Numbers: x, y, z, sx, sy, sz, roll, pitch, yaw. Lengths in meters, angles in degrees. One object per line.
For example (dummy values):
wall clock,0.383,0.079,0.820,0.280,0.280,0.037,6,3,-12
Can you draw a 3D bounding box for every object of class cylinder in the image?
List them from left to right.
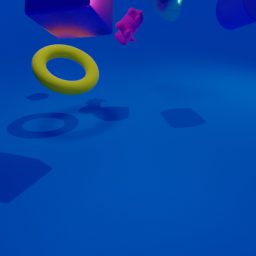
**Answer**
cylinder,3.517,-3.734,8.628,1.132,1.132,1.132,-14,10,-24

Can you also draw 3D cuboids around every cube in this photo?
cube,-1.132,-2.747,5.733,1.338,1.338,1.338,0,-3,15

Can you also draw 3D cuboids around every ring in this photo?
ring,-1.895,-1.821,8.620,2.039,0.408,2.039,12,50,-15

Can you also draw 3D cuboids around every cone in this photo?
cone,1.582,-4.384,9.026,1.279,1.274,1.274,-43,44,-16

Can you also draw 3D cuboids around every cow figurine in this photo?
cow figurine,0.060,-3.482,9.655,0.736,1.340,1.319,44,24,-2
